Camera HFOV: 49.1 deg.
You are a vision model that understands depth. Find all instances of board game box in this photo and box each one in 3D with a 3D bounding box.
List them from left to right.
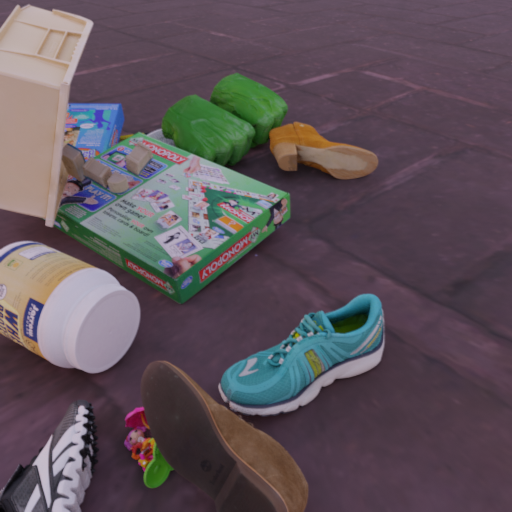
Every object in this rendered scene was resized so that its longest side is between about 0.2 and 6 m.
[{"bbox_3d":[-4.025,-2.569,12.562,1.726,0.510,2.269,1,49,1],"label":"board game box"},{"bbox_3d":[-1.834,-0.942,10.327,4.132,0.602,2.781,27,50,33],"label":"board game box"}]

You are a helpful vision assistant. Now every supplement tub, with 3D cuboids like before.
[{"bbox_3d":[-2.673,0.688,7.613,1.897,1.370,1.370,20,40,26],"label":"supplement tub"}]

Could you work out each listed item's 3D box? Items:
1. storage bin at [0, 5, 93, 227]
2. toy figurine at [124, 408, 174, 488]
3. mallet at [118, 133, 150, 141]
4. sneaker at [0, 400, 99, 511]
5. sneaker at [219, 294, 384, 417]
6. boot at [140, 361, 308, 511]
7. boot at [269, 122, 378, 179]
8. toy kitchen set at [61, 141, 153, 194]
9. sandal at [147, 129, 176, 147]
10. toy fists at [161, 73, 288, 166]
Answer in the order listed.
[{"bbox_3d":[-3.728,-2.457,9.578,1.264,2.697,2.678,11,40,-14],"label":"storage bin"},{"bbox_3d":[-1.230,2.104,6.468,0.803,0.655,0.872,13,60,40],"label":"toy figurine"},{"bbox_3d":[-2.949,-2.865,13.296,1.979,0.407,0.652,-7,40,6],"label":"mallet"},{"bbox_3d":[-2.215,2.361,5.829,0.947,0.696,2.093,0,37,-5],"label":"sneaker"},{"bbox_3d":[0.621,1.183,7.241,2.522,1.005,0.977,-22,40,-27],"label":"sneaker"},{"bbox_3d":[-0.366,1.935,5.856,2.195,0.808,0.828,44,26,22],"label":"boot"},{"bbox_3d":[1.448,-2.450,12.449,2.286,0.804,1.636,1,38,-4],"label":"boot"},{"bbox_3d":[-2.727,-1.765,10.362,1.298,0.765,1.040,30,68,7],"label":"toy kitchen set"},{"bbox_3d":[-2.369,-2.357,12.697,1.947,0.792,0.478,-24,1,-29],"label":"sandal"},{"bbox_3d":[-0.560,-3.054,12.954,1.732,1.168,3.397,31,44,16],"label":"toy fists"}]
